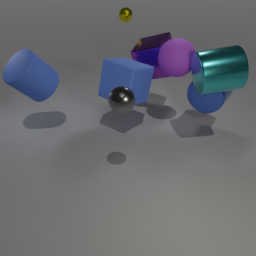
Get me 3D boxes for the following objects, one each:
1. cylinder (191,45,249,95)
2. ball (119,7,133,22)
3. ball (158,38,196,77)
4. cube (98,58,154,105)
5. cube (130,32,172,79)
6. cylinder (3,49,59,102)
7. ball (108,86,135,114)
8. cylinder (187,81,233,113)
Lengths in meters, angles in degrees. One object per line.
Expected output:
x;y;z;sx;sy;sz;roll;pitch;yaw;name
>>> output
2.916;-1.857;9.051;1.400;1.400;1.400;-10;30;0;cylinder
-0.114;-5.725;14.182;0.700;0.700;0.700;0;30;0;ball
1.806;-2.584;10.342;1.400;1.400;1.400;0;30;0;ball
-0.070;-1.748;10.481;1.400;1.400;1.400;25;27;29;cube
1.151;-3.027;11.929;1.400;1.400;1.400;-3;38;29;cube
-3.469;-1.865;10.112;1.400;1.400;1.400;-14;60;26;cylinder
-0.160;-0.718;7.171;0.700;0.700;0.700;0;30;0;ball
3.153;-1.455;10.668;1.400;1.400;1.400;17;34;27;cylinder
